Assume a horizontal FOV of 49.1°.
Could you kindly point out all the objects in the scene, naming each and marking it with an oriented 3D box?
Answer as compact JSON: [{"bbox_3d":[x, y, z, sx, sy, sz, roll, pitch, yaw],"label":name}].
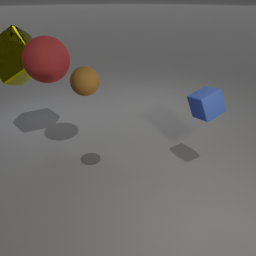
[{"bbox_3d":[2.216,-0.691,7.924,0.700,0.700,0.700,-29,24,-15],"label":"cube"},{"bbox_3d":[-1.030,-1.114,6.675,0.700,0.700,0.700,0,27,0],"label":"ball"},{"bbox_3d":[-2.471,-2.066,8.489,1.400,1.400,1.400,0,27,0],"label":"ball"},{"bbox_3d":[-3.840,-2.434,9.707,1.400,1.400,1.400,-33,4,5],"label":"cube"}]
